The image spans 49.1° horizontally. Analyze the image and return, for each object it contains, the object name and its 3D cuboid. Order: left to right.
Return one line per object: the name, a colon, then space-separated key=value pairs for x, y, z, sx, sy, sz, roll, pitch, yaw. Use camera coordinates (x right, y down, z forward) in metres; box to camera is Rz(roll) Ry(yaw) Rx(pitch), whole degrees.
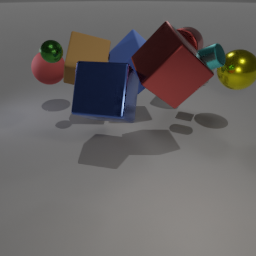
ball: x=-3.299 y=-2.519 z=11.708 sx=1.400 sy=1.400 sz=1.400 roll=0 pitch=28 yaw=0
ball: x=-2.377 y=-2.378 z=8.719 sx=0.700 sy=0.700 sz=0.700 roll=0 pitch=28 yaw=0
cube: x=-1.515 y=-2.397 z=10.202 sx=1.400 sy=1.400 sz=1.400 roll=11 pitch=-17 yaw=-11
cube: x=-0.565 y=-0.933 z=7.676 sx=1.400 sy=1.400 sz=1.400 roll=6 pitch=-3 yaw=13
cube: x=0.271 y=-2.396 z=10.253 sx=1.400 sy=1.400 sz=1.400 roll=31 pitch=32 yaw=-37
cube: x=1.148 y=-1.675 z=7.546 sx=1.400 sy=1.400 sz=1.400 roll=30 pitch=30 yaw=-35
cylinder: x=2.248 y=-3.331 z=11.374 sx=1.400 sy=1.400 sz=1.400 roll=11 pitch=26 yaw=20
cylinder: x=2.746 y=-2.036 z=10.419 sx=0.700 sy=0.700 sz=0.700 roll=15 pitch=59 yaw=26
cylinder: x=2.469 y=-2.103 z=8.450 sx=0.700 sy=0.700 sz=0.700 roll=-12 pitch=14 yaw=42
ball: x=3.838 y=-2.029 z=9.799 sx=1.400 sy=1.400 sz=1.400 roll=0 pitch=28 yaw=0
